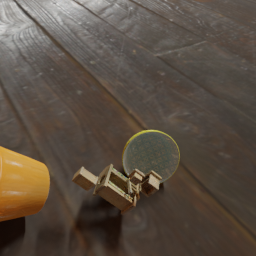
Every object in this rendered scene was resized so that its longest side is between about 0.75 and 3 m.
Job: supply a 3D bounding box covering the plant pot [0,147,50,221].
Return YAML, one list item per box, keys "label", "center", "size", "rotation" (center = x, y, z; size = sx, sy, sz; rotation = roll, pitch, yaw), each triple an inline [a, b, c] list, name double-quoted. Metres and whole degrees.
- label: "plant pot"
  center: [-2.626, 1.158, 5.736]
  size: [1.667, 1.820, 1.820]
  rotation: [17, 28, -42]

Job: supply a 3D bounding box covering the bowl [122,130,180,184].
- label: "bowl"
  center: [0.501, 0.652, 6.994]
  size: [1.400, 1.400, 0.753]
  rotation: [-7, 15, -7]

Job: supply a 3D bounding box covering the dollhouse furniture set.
- label: "dollhouse furniture set"
  center: [-0.204, 0.956, 6.056]
  size: [1.406, 1.243, 0.782]
  rotation: [38, 31, -14]
